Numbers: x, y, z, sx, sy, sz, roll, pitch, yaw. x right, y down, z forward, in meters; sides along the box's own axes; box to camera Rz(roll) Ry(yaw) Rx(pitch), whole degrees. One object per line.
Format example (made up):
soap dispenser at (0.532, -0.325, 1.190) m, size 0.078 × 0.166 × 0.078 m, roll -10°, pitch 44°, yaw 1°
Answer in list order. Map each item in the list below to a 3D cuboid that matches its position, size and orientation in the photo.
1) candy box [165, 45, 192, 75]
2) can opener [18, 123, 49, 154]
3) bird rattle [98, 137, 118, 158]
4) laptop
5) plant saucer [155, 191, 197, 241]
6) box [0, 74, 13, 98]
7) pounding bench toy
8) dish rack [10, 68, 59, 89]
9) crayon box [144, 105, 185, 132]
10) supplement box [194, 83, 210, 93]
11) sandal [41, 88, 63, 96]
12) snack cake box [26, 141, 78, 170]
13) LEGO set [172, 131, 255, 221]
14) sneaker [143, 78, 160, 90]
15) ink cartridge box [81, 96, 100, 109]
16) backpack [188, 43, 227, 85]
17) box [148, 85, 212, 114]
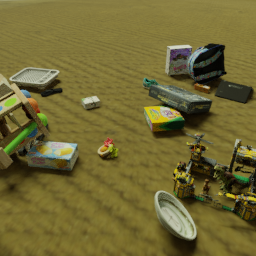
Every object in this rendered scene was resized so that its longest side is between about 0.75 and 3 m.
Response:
candy box at (2.894, -3.887, 16.083) m, size 1.310 × 1.562 × 0.559 m, roll -8°, pitch 34°, yaw -12°
can opener at (-3.653, 0.239, 10.897) m, size 0.661 × 0.523 × 1.989 m, roll 4°, pitch 34°, yaw 7°
bird rattle at (-0.781, 0.732, 10.264) m, size 0.737 × 0.509 × 0.903 m, roll -28°, pitch 37°, yaw -11°
laptop at (5.476, -1.843, 14.394) m, size 1.526 × 0.944 × 1.629 m, roll 19°, pitch 67°, yaw 27°
plant saucer at (1.169, 2.374, 7.431) m, size 1.486 × 0.373 × 1.486 m, roll 38°, pitch 19°, yaw -16°
box at (-6.417, -2.083, 13.925) m, size 0.860 × 0.704 × 1.812 m, roll -44°, pitch 45°, yaw -6°
pounding bench toy at (-3.860, 0.000, 9.679) m, size 2.141 × 1.705 × 2.745 m, roll -35°, pitch 44°, yaw -16°
dish rack at (-5.046, -2.697, 15.301) m, size 2.216 × 0.482 × 1.902 m, roll 9°, pitch 36°, yaw 14°
crayon box at (1.486, -0.443, 11.845) m, size 1.346 × 0.455 × 1.560 m, roll -4°, pitch 28°, yaw -9°
supplement box at (3.857, -2.072, 14.566) m, size 0.790 × 0.263 × 0.272 m, roll 27°, pitch 40°, yaw 34°
sandal at (-3.929, -1.905, 14.327) m, size 1.152 × 0.247 × 0.438 m, roll -22°, pitch 40°, yaw -29°
snack cake box at (-2.624, 0.946, 9.841) m, size 1.561 × 0.525 × 0.898 m, roll 4°, pitch 34°, yaw 6°
LEGO set at (2.808, 1.199, 8.410) m, size 2.931 × 1.698 × 2.253 m, roll 20°, pitch 39°, yaw 27°
sneaker at (1.352, -2.231, 14.533) m, size 1.392 × 0.554 × 0.539 m, roll 21°, pitch 39°, yaw 28°
ink cartridge box at (-1.753, -1.205, 13.226) m, size 0.751 × 0.317 × 0.548 m, roll -16°, pitch 37°, yaw -22°
backpack at (4.138, -3.442, 15.268) m, size 2.131 × 1.946 × 1.434 m, roll -27°, pitch 33°, yaw -17°
box at (2.369, -1.357, 12.750) m, size 2.325 × 0.593 × 1.833 m, roll 29°, pitch 24°, yaw 37°
